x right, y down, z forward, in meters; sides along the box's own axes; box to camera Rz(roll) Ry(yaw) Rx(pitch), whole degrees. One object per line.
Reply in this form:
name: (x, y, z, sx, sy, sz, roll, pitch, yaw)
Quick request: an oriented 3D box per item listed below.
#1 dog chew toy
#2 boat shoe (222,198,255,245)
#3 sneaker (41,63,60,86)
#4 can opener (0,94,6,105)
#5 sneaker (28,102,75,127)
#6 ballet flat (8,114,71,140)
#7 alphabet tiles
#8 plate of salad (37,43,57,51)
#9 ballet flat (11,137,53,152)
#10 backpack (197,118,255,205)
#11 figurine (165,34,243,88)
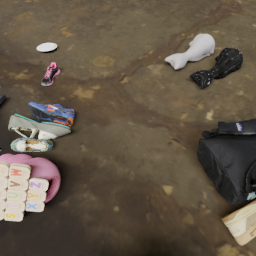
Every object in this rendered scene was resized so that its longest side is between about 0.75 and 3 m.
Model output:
dog chew toy: (-3.293, 1.484, 8.810, 2.325, 1.448, 1.448, 16, 50, 23)
boat shoe: (4.164, 2.443, 8.238, 2.941, 1.048, 0.949, -21, 67, -16)
sneaker: (-3.575, -2.480, 12.736, 0.526, 0.635, 1.332, 13, 51, 9)
can opener: (-5.515, -0.737, 11.367, 0.547, 0.678, 1.725, -24, 35, 33)
sneaker: (-3.028, -0.617, 11.126, 2.001, 0.754, 0.785, 19, 44, 4)
ballet flat: (-3.334, 0.103, 10.500, 2.477, 0.835, 0.789, 13, 77, 12)
alphabet tiles: (-3.298, 1.785, 7.633, 2.076, 2.122, 0.155, 11, 31, -15)
plate of salad: (-4.169, -4.126, 14.435, 1.045, 0.251, 1.045, -2, 38, 2)
ballet flat: (-3.483, 0.612, 10.013, 1.530, 0.568, 0.568, -3, 49, -2)
backpack: (3.933, 0.910, 8.928, 2.971, 1.881, 2.480, -19, 64, -16)
figurine: (3.418, -3.087, 13.035, 2.623, 1.157, 2.688, -33, 55, -21)
